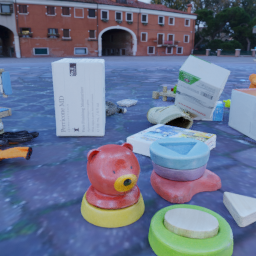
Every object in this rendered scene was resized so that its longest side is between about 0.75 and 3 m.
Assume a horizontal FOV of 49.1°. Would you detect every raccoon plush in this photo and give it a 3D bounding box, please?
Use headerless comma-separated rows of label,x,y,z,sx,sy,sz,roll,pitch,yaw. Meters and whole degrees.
raccoon plush,-0.617,-0.766,11.909,1.225,0.593,0.821,-2,25,-8

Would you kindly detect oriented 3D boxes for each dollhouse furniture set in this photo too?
dollhouse furniture set,-5.976,-1.446,11.496,1.937,2.051,1.339,8,18,25

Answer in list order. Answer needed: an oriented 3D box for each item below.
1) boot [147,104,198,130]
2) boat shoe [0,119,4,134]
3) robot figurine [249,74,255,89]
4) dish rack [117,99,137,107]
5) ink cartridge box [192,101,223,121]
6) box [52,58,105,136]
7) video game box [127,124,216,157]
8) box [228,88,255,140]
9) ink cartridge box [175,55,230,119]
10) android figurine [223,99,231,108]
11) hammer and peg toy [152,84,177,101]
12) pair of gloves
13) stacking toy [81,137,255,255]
boot,1.997,-0.399,10.161,2.260,0.814,1.747,-10,18,-12
boat shoe,-4.247,0.051,8.100,0.565,0.517,1.513,4,16,14
robot figurine,6.133,-1.397,11.873,1.666,2.055,2.857,-10,20,17
dish rack,-0.040,-1.237,14.018,0.787,0.200,0.917,12,20,31
ink cartridge box,2.923,-0.763,11.667,1.907,0.636,1.105,4,17,13
box,-1.618,-1.178,9.901,1.594,2.426,2.439,-1,17,-3
video game box,1.255,0.416,8.075,1.972,0.462,1.797,12,23,35
box,4.873,-0.423,9.142,1.986,1.387,2.608,-4,18,-10
ink cartridge box,2.347,-1.269,9.159,1.376,1.878,0.780,28,67,17
android figurine,5.403,-1.153,13.528,1.492,0.337,1.639,-11,22,-32
hammer and peg toy,2.569,-1.939,15.250,2.341,0.825,1.722,15,22,41
pair of gloves,-3.873,0.578,7.735,2.561,0.355,2.875,-5,14,-10
stacking toy,0.904,0.894,5.053,2.984,1.261,2.702,-15,22,-40
